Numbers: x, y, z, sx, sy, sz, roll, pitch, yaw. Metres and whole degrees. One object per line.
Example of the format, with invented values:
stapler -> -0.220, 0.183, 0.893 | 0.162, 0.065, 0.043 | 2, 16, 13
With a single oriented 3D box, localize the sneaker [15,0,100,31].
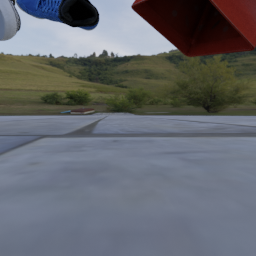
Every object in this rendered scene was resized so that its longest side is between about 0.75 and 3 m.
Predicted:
sneaker -> -1.587, -2.762, 6.334 | 1.968, 0.755, 1.095 | 16, 8, -14

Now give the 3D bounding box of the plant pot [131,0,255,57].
plant pot -> 1.761, -3.062, 6.289 | 2.145, 1.892, 2.147 | 30, -6, -31

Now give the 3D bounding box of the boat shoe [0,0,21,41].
boat shoe -> -1.911, -1.824, 3.774 | 2.020, 0.706, 0.669 | 39, 41, 27
